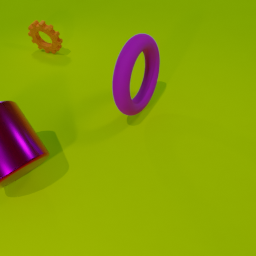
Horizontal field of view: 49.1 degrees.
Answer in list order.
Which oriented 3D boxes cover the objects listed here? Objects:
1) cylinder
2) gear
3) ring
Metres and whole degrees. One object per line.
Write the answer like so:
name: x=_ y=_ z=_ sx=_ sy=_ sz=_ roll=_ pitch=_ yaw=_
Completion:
cylinder: x=-2.514 y=0.359 z=5.647 sx=1.345 sy=1.345 sz=1.345 roll=-33 pitch=87 yaw=-29
gear: x=-2.844 y=-3.116 z=9.635 sx=1.201 sy=1.201 sz=0.222 roll=15 pitch=58 yaw=15
ring: x=0.248 y=-1.286 z=6.927 sx=0.403 sy=2.015 sz=2.015 roll=18 pitch=47 yaw=25
